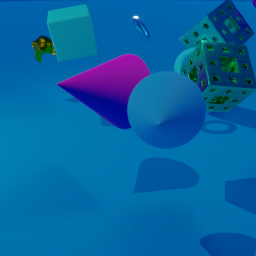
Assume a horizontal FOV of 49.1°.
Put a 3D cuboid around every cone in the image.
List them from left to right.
[{"bbox_3d":[-0.596,-0.701,4.978,1.459,1.453,1.453,0,21,-42],"label":"cone"},{"bbox_3d":[0.357,-0.116,2.854,0.914,0.914,0.917,5,12,10],"label":"cone"}]

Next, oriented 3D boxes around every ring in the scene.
[{"bbox_3d":[0.566,-4.116,11.655,0.230,1.148,1.148,-28,18,23],"label":"ring"},{"bbox_3d":[1.811,-1.694,7.611,1.110,1.110,0.222,12,-14,22],"label":"ring"}]

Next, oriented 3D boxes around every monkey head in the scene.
[{"bbox_3d":[-2.946,-2.761,9.799,0.714,0.852,1.184,-29,59,-35],"label":"monkey head"}]

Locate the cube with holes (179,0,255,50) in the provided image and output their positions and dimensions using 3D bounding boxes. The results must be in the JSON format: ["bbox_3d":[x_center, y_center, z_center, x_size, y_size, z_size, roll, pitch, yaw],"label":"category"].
[{"bbox_3d":[2.520,-2.623,8.032,1.224,1.224,1.224,-42,7,-28],"label":"cube with holes"}]

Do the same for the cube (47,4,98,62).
[{"bbox_3d":[-1.534,-2.645,7.776,1.100,1.100,1.100,-12,38,-4],"label":"cube"}]

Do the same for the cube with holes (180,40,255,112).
[{"bbox_3d":[1.373,-0.776,4.389,0.772,0.772,0.772,2,67,-14],"label":"cube with holes"}]

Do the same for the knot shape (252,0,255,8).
[{"bbox_3d":[4.160,-3.569,8.074,0.548,1.110,1.186,-41,29,14],"label":"knot shape"}]
